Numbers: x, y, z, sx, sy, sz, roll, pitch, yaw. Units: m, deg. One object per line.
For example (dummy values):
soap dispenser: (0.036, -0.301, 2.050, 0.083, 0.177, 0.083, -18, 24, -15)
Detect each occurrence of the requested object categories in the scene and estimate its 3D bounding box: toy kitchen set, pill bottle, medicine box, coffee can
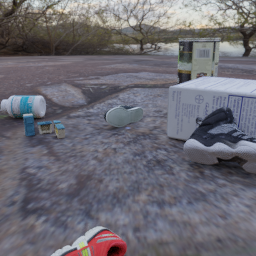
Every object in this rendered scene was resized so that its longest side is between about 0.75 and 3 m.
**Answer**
toy kitchen set: (-2.112, -0.043, 7.049, 0.919, 0.542, 0.737, -8, 19, -22)
pill bottle: (-3.292, -0.670, 8.811, 1.251, 0.693, 0.693, 1, 17, 4)
medicine box: (2.629, -0.448, 7.005, 2.573, 1.324, 2.343, 12, 21, 32)
coffee can: (3.080, -2.707, 12.379, 1.774, 2.425, 1.774, 0, 17, 0)

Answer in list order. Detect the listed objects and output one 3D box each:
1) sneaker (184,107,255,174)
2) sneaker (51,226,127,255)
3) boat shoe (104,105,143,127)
sneaker: (2.118, 0.169, 5.317, 1.969, 0.743, 1.120, 6, 53, 27)
sneaker: (-0.414, 1.374, 2.711, 0.511, 0.463, 1.203, 15, 23, 28)
boat shoe: (-0.196, -0.366, 8.115, 0.477, 0.598, 1.582, 15, 11, 37)
